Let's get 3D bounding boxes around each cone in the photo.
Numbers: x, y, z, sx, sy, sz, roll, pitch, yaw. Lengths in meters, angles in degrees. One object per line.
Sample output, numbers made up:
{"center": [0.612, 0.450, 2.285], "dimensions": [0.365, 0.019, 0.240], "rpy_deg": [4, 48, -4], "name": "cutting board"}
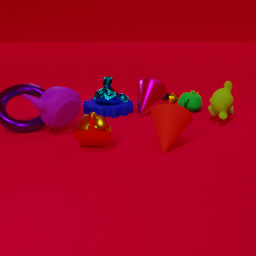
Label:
{"center": [0.657, -0.846, 10.144], "dimensions": [1.365, 1.365, 1.370], "rpy_deg": [8, 47, 23], "name": "cone"}
{"center": [1.005, 0.142, 7.059], "dimensions": [1.091, 1.091, 1.095], "rpy_deg": [6, 61, 18], "name": "cone"}

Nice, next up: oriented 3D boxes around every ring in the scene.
{"center": [-3.167, -0.645, 8.617], "dimensions": [1.798, 0.360, 1.798], "rpy_deg": [7, 54, -10], "name": "ring"}

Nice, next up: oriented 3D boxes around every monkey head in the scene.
{"center": [3.181, -0.789, 9.183], "dimensions": [0.985, 1.369, 0.825], "rpy_deg": [20, -19, -10], "name": "monkey head"}
{"center": [-0.699, -1.294, 10.278], "dimensions": [1.460, 1.051, 0.880], "rpy_deg": [7, -7, 19], "name": "monkey head"}

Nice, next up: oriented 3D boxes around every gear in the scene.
{"center": [-0.740, -0.796, 10.472], "dimensions": [1.850, 0.342, 1.850], "rpy_deg": [0, 19, 0], "name": "gear"}

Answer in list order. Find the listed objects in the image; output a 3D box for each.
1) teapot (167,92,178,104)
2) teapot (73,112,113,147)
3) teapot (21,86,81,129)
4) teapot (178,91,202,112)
{"center": [1.598, -1.118, 10.930], "dimensions": [0.658, 0.518, 1.058], "rpy_deg": [-40, -1, -20], "name": "teapot"}
{"center": [-0.876, 0.030, 7.094], "dimensions": [0.989, 0.779, 1.591], "rpy_deg": [3, -22, -4], "name": "teapot"}
{"center": [-2.078, -0.664, 8.074], "dimensions": [1.001, 1.271, 2.044], "rpy_deg": [39, 16, 24], "name": "teapot"}
{"center": [2.372, -1.048, 10.513], "dimensions": [0.900, 0.709, 1.448], "rpy_deg": [20, 22, 26], "name": "teapot"}
